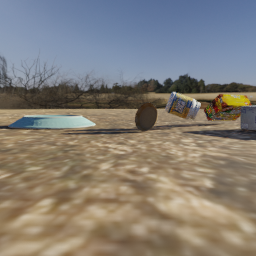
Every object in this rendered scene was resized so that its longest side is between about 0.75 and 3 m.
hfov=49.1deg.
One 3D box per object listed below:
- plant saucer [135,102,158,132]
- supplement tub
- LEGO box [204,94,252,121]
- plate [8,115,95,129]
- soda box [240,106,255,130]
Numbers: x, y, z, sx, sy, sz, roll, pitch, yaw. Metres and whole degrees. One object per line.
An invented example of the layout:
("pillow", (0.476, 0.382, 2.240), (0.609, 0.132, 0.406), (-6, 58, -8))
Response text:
("plant saucer", (0.524, -0.286, 7.586), (0.802, 0.802, 0.142), (5, -8, 46))
("supplement tub", (1.699, -0.667, 8.721), (0.944, 0.683, 0.683), (20, 7, 5))
("LEGO box", (3.638, -0.732, 10.254), (1.330, 0.513, 0.990), (-1, -31, -25))
("plate", (-2.549, -0.249, 9.553), (2.865, 0.366, 2.865), (1, 6, 0))
("soda box", (4.082, -0.240, 7.354), (0.741, 0.689, 2.171), (-5, 7, -30))
